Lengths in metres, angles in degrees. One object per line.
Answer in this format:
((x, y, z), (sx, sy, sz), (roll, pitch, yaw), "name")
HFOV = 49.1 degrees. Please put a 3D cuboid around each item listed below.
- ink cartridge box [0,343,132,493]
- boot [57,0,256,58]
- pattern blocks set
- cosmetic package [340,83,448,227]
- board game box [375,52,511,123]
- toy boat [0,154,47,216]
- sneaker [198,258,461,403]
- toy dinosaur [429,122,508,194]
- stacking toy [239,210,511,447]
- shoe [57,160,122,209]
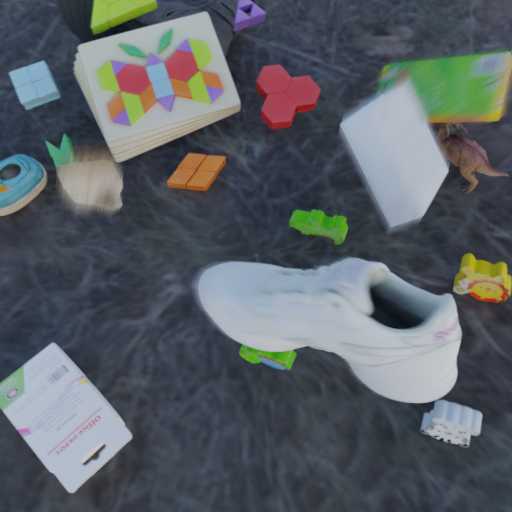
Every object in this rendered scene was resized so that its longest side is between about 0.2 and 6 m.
((-2.338, 2.017, 6.917), (0.978, 0.562, 1.670), (-40, 67, -21), "ink cartridge box")
((-1.832, -4.623, 10.705), (3.331, 1.163, 2.193), (25, 61, 1), "boot")
((-1.585, -2.868, 9.283), (4.404, 0.357, 3.871), (-33, 81, -9), "pattern blocks set")
((1.897, -1.403, 7.419), (1.433, 0.491, 1.900), (63, 35, -11), "cosmetic package")
((2.768, -2.528, 8.571), (2.009, 0.301, 0.960), (11, 83, 40), "board game box")
((-4.163, -1.301, 8.843), (1.498, 0.696, 1.259), (35, 66, 19), "toy boat")
((0.686, 0.419, 5.760), (2.867, 1.428, 1.073), (16, 48, 22), "sneaker")
((3.262, -1.671, 8.856), (1.564, 1.060, 0.671), (35, 65, 19), "toy dinosaur")
((1.648, 0.832, 7.600), (3.250, 0.764, 2.450), (17, 59, 12), "stacking toy")
((-2.219, -0.971, 7.821), (0.672, 1.923, 0.513), (-12, 91, 1), "shoe")
